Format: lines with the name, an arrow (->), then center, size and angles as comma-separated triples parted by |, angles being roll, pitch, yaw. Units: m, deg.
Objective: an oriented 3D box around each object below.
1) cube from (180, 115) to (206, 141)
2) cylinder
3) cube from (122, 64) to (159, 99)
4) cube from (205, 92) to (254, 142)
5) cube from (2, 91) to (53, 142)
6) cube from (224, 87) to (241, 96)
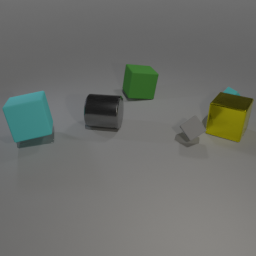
cube -> 2.451, 0.008, 10.636 | 0.700, 0.700, 0.700 | -35, -6, 7
cylinder -> -0.992, -0.708, 11.845 | 1.400, 1.400, 1.400 | 5, 30, 9
cube -> 0.614, -2.435, 14.699 | 1.400, 1.400, 1.400 | 1, 28, -17
cube -> 4.148, -0.486, 11.471 | 1.400, 1.400, 1.400 | 17, 34, 27
cube -> -3.765, -0.474, 10.747 | 1.400, 1.400, 1.400 | -13, 23, -8
cube -> 4.979, -1.429, 13.551 | 0.700, 0.700, 0.700 | -47, 36, 8
